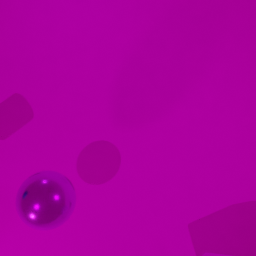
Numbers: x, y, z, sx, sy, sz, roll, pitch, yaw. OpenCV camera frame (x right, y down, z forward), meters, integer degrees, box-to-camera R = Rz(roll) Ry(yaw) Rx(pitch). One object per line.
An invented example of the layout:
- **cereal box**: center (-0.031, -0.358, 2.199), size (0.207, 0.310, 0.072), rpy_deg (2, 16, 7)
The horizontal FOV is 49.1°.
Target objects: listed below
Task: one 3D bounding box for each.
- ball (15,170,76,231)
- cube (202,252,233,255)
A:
- **ball**: center (-1.525, 1.347, 5.256), size (1.092, 1.092, 1.092), rpy_deg (0, 83, 0)
- **cube**: center (1.799, 3.232, 5.012), size (1.313, 1.313, 1.313), rpy_deg (-18, 90, -43)
